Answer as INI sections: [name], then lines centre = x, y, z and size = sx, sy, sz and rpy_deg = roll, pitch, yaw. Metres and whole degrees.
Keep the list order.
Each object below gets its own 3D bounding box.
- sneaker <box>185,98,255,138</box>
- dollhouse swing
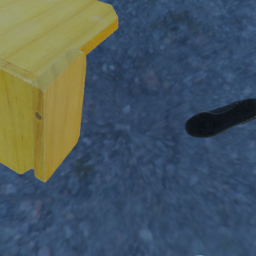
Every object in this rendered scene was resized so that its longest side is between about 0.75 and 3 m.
[sneaker]
centre = 1.857, -0.210, 5.002
size = 1.575, 0.821, 0.473
rpy_deg = -21, 83, 27
[dollhouse swing]
centre = -1.930, -1.156, 5.625
size = 2.980, 2.709, 2.620
rpy_deg = 25, 38, 17
